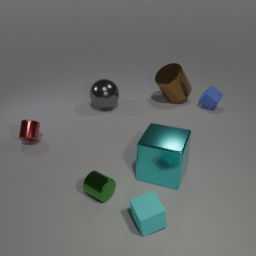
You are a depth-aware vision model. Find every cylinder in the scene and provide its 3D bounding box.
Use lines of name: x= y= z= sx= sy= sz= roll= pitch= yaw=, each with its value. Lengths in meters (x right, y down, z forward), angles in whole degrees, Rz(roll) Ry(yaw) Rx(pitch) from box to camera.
cylinder: x=2.220 y=-2.183 z=13.676 sx=1.400 sy=1.400 sz=1.400 roll=-20 pitch=46 yaw=22
cylinder: x=-3.747 y=0.107 z=10.650 sx=0.700 sy=0.700 sz=0.700 roll=3 pitch=-15 yaw=1
cylinder: x=-0.832 y=1.690 z=8.178 sx=0.700 sy=0.700 sz=0.700 roll=21 pitch=36 yaw=32

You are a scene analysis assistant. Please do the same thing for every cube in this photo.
cube: x=1.141 y=0.853 z=8.931 sx=1.400 sy=1.400 sz=1.400 roll=11 pitch=32 yaw=18
cube: x=0.521 y=2.190 z=7.184 sx=0.700 sy=0.700 sz=0.700 roll=-19 pitch=37 yaw=-12
cube: x=3.895 y=-1.425 z=13.168 sx=0.700 sy=0.700 sz=0.700 roll=40 pitch=57 yaw=-2

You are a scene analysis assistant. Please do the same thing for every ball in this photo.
ball: x=-1.105 y=-1.588 z=13.143 sx=1.400 sy=1.400 sz=1.400 roll=0 pitch=30 yaw=0
